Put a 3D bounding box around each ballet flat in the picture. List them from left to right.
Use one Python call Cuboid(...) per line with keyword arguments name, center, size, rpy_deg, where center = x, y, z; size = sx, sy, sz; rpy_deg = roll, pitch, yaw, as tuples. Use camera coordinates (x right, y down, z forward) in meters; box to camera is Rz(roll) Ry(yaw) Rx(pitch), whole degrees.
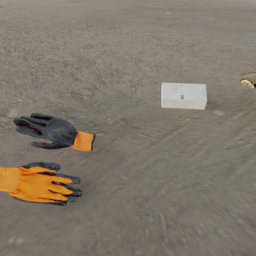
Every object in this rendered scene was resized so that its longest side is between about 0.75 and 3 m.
Cuboid(name="ballet flat", center=(4.825, -1.352, 8.956), size=(2.588, 0.600, 0.872), rpy_deg=(15, 2, 33))

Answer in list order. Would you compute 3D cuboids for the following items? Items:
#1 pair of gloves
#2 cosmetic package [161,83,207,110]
Cuboid(name="pair of gloves", center=(-1.547, 0.532, 5.325), size=(1.669, 0.232, 1.873), rpy_deg=(15, 52, -9))
Cuboid(name="cosmetic package", center=(1.663, -0.961, 8.395), size=(1.303, 0.482, 0.662), rpy_deg=(1, 57, 6))
